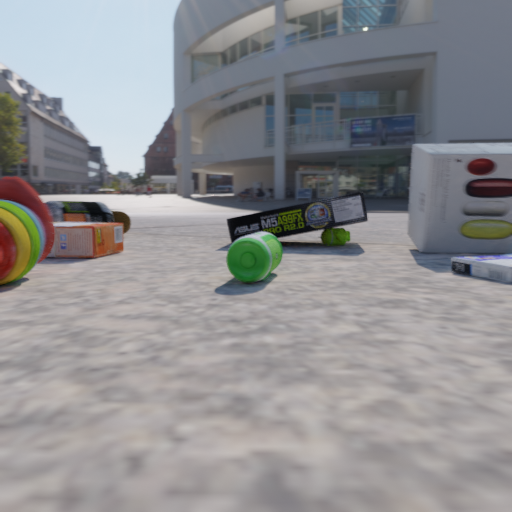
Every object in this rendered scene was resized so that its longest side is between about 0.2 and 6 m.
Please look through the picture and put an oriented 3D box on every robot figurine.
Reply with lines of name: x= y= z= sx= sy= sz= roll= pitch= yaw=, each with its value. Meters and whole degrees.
robot figurine: x=1.746 y=-0.424 z=12.480 sx=0.693 sy=0.401 sz=0.608 roll=-2 pitch=0 yaw=-19

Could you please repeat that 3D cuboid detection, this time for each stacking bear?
stacking bear: x=-3.082 y=-0.133 z=6.378 sx=1.083 sy=1.156 sz=1.904 roll=43 pitch=7 yaw=-11

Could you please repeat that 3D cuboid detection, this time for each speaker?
speaker: x=0.003 y=0.001 z=7.177 sx=0.591 sy=0.591 sz=1.336 roll=1 pitch=6 yaw=10

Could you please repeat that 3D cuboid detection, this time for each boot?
boot: x=-4.908 y=-1.009 z=15.912 sx=2.482 sy=0.904 sz=1.929 roll=-1 pitch=6 yaw=-18

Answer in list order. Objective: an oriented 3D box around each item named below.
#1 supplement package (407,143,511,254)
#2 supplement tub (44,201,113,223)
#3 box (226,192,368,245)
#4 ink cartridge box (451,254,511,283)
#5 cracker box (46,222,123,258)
supplement package: x=4.153 y=-1.154 z=10.928 sx=2.027 sy=1.938 sz=1.491 roll=0 pitch=18 yaw=4
supplement tub: x=-3.976 y=-0.686 z=11.984 sx=0.988 sy=0.988 sz=1.613 roll=5 pitch=6 yaw=42
box: x=0.966 y=-0.867 z=12.892 sx=2.969 sy=0.657 sz=2.378 roll=-11 pitch=5 yaw=8
ink cartridge box: x=3.371 y=0.145 z=7.394 sx=1.098 sy=0.238 sz=1.088 roll=-4 pitch=7 yaw=-20
cracker box: x=-3.665 y=-0.314 z=10.289 sx=2.075 sy=0.599 sz=1.390 roll=0 pitch=5 yaw=7
